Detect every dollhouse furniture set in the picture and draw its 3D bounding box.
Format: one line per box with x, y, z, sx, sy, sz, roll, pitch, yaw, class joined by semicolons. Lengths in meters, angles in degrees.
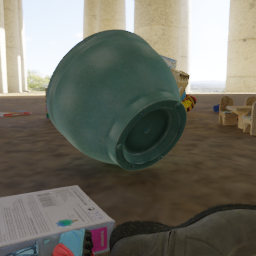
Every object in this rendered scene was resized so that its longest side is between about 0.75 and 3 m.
4.125;-0.765;7.923;2.432;1.582;2.234;0;8;-2;dollhouse furniture set

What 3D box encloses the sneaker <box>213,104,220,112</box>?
4.361;-0.897;12.440;0.512;0.461;1.315;-11;10;-16;sneaker

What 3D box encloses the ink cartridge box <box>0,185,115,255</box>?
-0.931;0.786;2.126;1.444;0.303;0.862;-1;8;-28;ink cartridge box

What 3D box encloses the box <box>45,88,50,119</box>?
-1.834;-0.966;10.625;1.872;1.142;1.803;1;9;14;box

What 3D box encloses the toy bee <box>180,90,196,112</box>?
1.724;-1.200;12.256;2.798;1.521;1.831;24;-2;-16;toy bee

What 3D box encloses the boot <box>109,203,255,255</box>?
0.457;0.855;1.624;1.208;0.409;0.789;-8;14;-3;boot

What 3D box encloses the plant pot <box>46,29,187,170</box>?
-0.009;-0.242;4.238;2.054;2.054;1.376;-6;38;-35;plant pot

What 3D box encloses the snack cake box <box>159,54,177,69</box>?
0.182;-1.954;9.938;2.835;1.630;0.952;27;42;26;snack cake box

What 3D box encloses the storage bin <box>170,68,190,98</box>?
1.201;-1.157;9.434;0.857;1.816;1.829;33;19;15;storage bin

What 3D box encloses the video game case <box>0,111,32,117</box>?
-4.874;-0.609;11.713;0.934;0.114;1.306;6;11;36;video game case

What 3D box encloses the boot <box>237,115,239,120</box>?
4.477;-0.533;9.951;1.519;0.550;1.096;-8;10;-26;boot

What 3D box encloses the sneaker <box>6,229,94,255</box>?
-0.466;0.883;1.113;0.649;0.538;1.358;-7;0;-3;sneaker
